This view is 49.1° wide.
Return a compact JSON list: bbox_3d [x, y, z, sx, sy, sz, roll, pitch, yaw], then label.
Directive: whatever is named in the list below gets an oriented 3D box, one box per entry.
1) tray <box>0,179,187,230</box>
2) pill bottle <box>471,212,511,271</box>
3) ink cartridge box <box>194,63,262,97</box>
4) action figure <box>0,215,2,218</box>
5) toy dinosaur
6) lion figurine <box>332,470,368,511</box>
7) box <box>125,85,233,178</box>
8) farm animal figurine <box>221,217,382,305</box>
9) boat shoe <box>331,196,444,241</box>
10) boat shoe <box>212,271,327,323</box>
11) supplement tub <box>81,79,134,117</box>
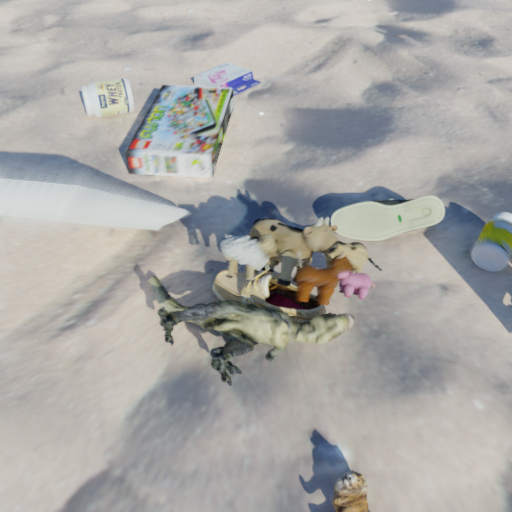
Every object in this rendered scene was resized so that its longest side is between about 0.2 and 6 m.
[{"bbox_3d":[-2.420,-0.644,7.618,1.943,0.401,3.619,5,1,12],"label":"tray"},{"bbox_3d":[3.726,-0.243,8.656,0.526,0.526,0.935,22,52,24],"label":"pill bottle"},{"bbox_3d":[-0.692,-4.371,13.856,1.225,0.265,1.203,27,47,30],"label":"ink cartridge box"},{"bbox_3d":[-5.340,-1.074,9.686,2.322,0.635,1.372,10,37,12],"label":"action figure"},{"bbox_3d":[-0.428,0.878,7.112,3.192,0.758,1.407,11,19,25],"label":"toy dinosaur"},{"bbox_3d":[1.061,2.673,5.492,0.637,0.377,1.039,-19,57,-32],"label":"lion figurine"},{"bbox_3d":[-1.478,-2.651,11.601,1.657,0.523,3.010,4,41,4],"label":"box"},{"bbox_3d":[0.693,-0.091,7.550,1.884,0.993,1.905,15,10,18],"label":"farm animal figurine"},{"bbox_3d":[2.131,-0.612,9.271,1.810,0.650,0.612,-7,4,1],"label":"boat shoe"},{"bbox_3d":[0.190,0.518,7.766,1.808,0.625,0.666,20,44,23],"label":"boat shoe"},{"bbox_3d":[-3.295,-3.499,12.437,1.031,0.747,0.747,-13,42,-15],"label":"supplement tub"}]
